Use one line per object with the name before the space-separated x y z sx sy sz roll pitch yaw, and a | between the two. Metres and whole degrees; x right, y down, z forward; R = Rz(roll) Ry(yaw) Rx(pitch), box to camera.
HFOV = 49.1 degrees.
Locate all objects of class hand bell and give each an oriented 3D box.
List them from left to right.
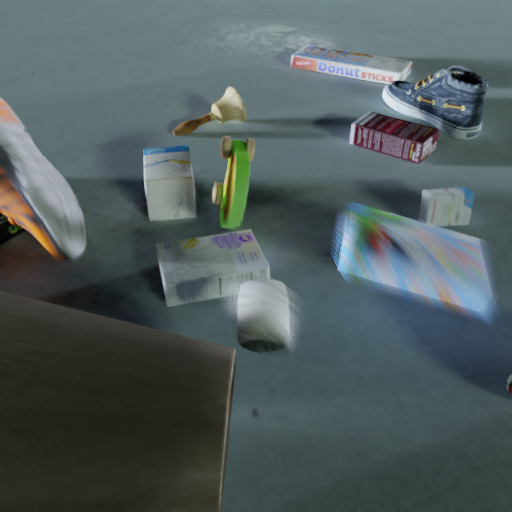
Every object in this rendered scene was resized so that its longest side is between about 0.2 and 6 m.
hand bell | -1.152 -3.157 12.873 1.672 0.871 0.871 -28 45 -15

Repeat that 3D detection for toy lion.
toy lion | -0.356 -1.030 8.860 0.545 1.588 1.522 6 48 -10

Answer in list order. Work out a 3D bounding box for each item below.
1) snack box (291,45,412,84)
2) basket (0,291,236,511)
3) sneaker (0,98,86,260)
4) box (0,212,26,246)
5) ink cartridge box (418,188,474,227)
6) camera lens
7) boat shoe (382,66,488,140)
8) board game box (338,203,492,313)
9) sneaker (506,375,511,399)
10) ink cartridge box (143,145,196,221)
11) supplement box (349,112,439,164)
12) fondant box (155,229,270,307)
snack box | 2.683 -5.456 15.934 3.223 0.392 1.159 18 41 21
basket | -1.716 1.606 5.673 2.912 1.980 2.625 5 54 -1
sneaker | -4.011 -0.958 8.761 1.682 3.002 1.165 -34 -3 11
box | -5.553 -0.486 9.291 2.241 0.707 4.072 22 43 26
ink cartridge box | 3.308 -0.852 9.797 0.822 0.594 0.348 -5 26 -11
camera lens | 0.083 0.713 6.527 0.601 0.601 0.751 -1 67 -1
boat shoe | 4.209 -3.916 13.205 1.025 1.315 2.897 -22 43 -26
board game box | 2.170 -0.029 7.777 1.936 0.354 1.465 17 34 3
sneaker | 4.280 1.804 6.114 2.837 1.092 1.204 10 44 13
ink cartridge box | -1.585 -1.337 10.254 0.865 0.880 1.196 -6 38 -8
supplement box | 2.986 -2.588 12.162 1.659 0.505 0.903 24 43 29
fondant box | -0.693 0.154 8.639 1.569 0.457 1.132 -9 35 -13
